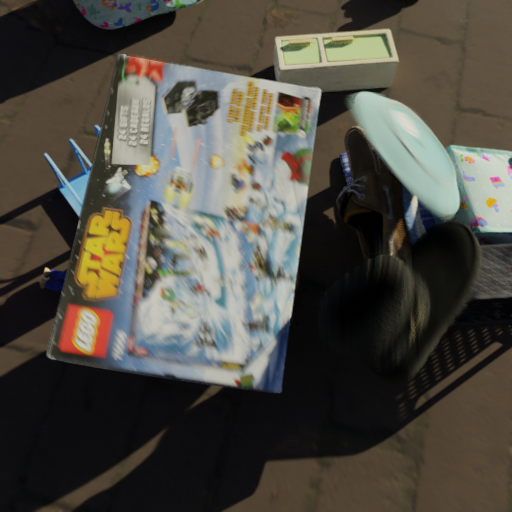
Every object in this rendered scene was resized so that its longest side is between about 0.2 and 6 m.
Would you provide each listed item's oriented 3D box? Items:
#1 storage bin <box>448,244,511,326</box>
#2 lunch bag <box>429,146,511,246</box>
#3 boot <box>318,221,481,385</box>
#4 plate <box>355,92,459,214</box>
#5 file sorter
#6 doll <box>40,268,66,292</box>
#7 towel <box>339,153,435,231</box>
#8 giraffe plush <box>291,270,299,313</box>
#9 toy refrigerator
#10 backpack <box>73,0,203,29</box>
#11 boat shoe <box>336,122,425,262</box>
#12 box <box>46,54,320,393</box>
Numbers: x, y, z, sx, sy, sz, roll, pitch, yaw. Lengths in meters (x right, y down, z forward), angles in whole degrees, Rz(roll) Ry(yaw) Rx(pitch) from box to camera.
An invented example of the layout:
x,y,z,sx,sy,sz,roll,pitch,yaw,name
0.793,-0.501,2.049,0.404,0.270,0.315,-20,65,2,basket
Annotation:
x,y,z,sx,sy,sz,roll,pitch,yaw,name
4.216,0.497,9.582,2.037,1.377,0.955,-3,65,-1,storage bin
4.480,-0.907,10.273,2.286,1.394,1.948,2,60,-14,lunch bag
2.214,0.373,8.199,1.112,2.209,2.954,18,74,40,boot
2.505,-1.730,8.844,2.428,0.310,2.428,28,41,-28,plate
-2.561,-1.665,10.604,2.280,1.399,1.582,-35,69,-15,file sorter
-3.316,0.527,10.181,1.099,0.266,0.750,8,57,-3,doll
2.614,-1.245,11.080,1.540,0.254,2.128,-8,63,-2,towel
-0.413,0.314,9.416,2.248,1.823,1.939,14,65,6,giraffe plush
1.679,-4.201,12.088,2.509,0.878,0.952,-5,65,-2,toy refrigerator
-2.888,-6.641,12.621,2.976,2.240,2.641,-27,67,-7,backpack
2.133,-0.964,10.004,1.164,1.162,3.216,-11,74,-24,boat shoe
-0.894,-0.503,8.171,3.110,0.906,4.543,10,76,-3,box
